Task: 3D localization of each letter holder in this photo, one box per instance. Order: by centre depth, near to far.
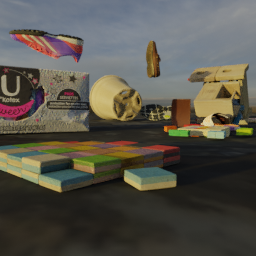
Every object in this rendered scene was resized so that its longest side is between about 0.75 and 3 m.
[{"bbox_3d":[1.711,-0.507,9.391,0.652,0.917,0.461,0,4,-6],"label":"letter holder"}]

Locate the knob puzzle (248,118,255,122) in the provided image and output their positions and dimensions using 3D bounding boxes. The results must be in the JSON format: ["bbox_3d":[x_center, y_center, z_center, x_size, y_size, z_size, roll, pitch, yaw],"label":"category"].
[{"bbox_3d":[6.555,-0.468,12.702,2.961,0.411,2.961,0,4,0],"label":"knob puzzle"}]

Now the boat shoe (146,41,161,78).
[{"bbox_3d":[1.104,-2.912,11.932,0.529,1.567,0.564,-2,0,-21],"label":"boat shoe"}]

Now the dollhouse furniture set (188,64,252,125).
[{"bbox_3d":[3.140,-0.774,10.217,2.034,2.046,2.903,2,34,33],"label":"dollhouse furniture set"}]

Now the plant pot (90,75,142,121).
[{"bbox_3d":[-0.470,-1.420,14.575,2.486,2.486,2.275,-2,15,-25],"label":"plant pot"}]

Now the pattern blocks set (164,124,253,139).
[{"bbox_3d":[1.747,0.069,6.258,1.915,0.177,2.179,3,5,37],"label":"pattern blocks set"}]

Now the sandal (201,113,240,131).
[{"bbox_3d":[2.702,-0.205,8.104,0.645,0.483,1.684,-1,4,-12],"label":"sandal"}]

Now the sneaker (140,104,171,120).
[{"bbox_3d":[1.708,-0.709,15.005,2.280,0.884,0.908,5,-15,-13],"label":"sneaker"}]

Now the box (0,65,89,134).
[{"bbox_3d":[-2.564,-0.705,7.170,2.770,1.589,1.830,-2,4,-30],"label":"box"}]

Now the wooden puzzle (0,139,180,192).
[{"bbox_3d":[-0.498,0.286,2.969,2.515,0.177,1.492,4,5,44],"label":"wooden puzzle"}]

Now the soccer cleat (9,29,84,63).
[{"bbox_3d":[-1.985,-2.037,6.914,1.767,0.647,0.603,2,20,-24],"label":"soccer cleat"}]
